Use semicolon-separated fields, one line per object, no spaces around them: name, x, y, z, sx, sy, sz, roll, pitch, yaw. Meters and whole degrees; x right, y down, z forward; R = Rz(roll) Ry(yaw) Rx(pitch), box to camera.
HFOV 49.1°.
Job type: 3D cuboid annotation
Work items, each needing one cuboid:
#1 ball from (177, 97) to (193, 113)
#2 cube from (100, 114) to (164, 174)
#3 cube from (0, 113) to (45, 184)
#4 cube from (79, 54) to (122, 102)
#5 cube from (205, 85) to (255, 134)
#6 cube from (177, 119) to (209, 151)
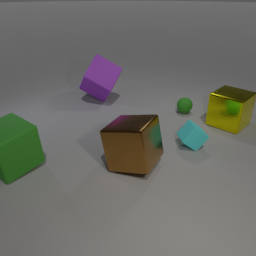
ball;2.562;-1.031;12.644;0.700;0.700;0.700;0;28;0
cube;0.167;0.462;8.794;1.400;1.400;1.400;0;23;28
cube;-3.675;0.585;8.707;1.400;1.400;1.400;23;41;33
cube;-1.324;-2.365;13.423;1.400;1.400;1.400;28;67;-9
cube;4.208;-0.795;11.501;1.400;1.400;1.400;23;35;36
cube;2.298;0.261;9.973;0.700;0.700;0.700;32;18;-24
